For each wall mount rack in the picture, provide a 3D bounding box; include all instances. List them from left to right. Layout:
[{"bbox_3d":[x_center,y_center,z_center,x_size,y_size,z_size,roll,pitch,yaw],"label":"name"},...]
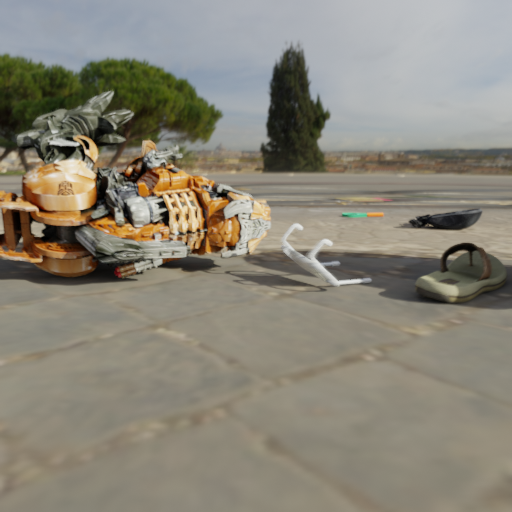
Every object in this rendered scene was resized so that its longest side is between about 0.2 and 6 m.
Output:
[{"bbox_3d":[0.928,0.084,7.623,1.094,0.470,1.259,43,-5,-34],"label":"wall mount rack"}]

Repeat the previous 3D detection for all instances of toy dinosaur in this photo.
[{"bbox_3d":[-2.587,-0.871,8.357,5.310,2.712,3.604,18,19,-24],"label":"toy dinosaur"}]

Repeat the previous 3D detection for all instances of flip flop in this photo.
[{"bbox_3d":[2.698,0.141,7.319,0.830,0.590,2.048,9,14,40],"label":"flip flop"}]

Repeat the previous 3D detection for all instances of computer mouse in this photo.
[{"bbox_3d":[4.474,-0.794,13.099,1.593,0.420,1.103,-6,5,34],"label":"computer mouse"}]

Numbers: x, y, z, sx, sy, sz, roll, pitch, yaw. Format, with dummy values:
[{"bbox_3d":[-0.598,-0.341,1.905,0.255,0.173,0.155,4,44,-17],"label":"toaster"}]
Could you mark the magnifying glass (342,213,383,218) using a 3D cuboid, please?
[{"bbox_3d":[2.945,-1.131,15.517,1.132,0.127,0.451,1,10,1],"label":"magnifying glass"}]
